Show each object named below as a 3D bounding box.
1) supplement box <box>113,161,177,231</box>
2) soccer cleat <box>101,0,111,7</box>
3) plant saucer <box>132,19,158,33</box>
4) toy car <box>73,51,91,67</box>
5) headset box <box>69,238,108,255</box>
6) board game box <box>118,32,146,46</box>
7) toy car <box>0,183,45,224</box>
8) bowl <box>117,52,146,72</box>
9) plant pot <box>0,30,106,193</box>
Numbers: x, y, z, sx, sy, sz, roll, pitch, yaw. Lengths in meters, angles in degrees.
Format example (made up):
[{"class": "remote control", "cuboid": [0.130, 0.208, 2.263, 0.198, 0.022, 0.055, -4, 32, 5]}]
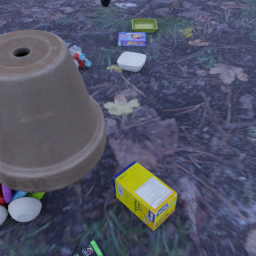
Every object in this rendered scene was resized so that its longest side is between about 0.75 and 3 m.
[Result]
[{"class": "supplement box", "cuboid": [0.344, 1.454, 6.145, 0.694, 0.699, 1.276, -33, 51, -30]}, {"class": "soccer cleat", "cuboid": [-0.768, -4.879, 10.088, 0.414, 1.225, 0.497, 16, 52, -8]}, {"class": "plant saucer", "cuboid": [0.770, -4.827, 13.307, 1.173, 0.281, 1.175, -1, 42, -1]}, {"class": "toy car", "cuboid": [-1.916, -2.421, 10.580, 0.764, 0.676, 0.704, -47, 41, -5]}, {"class": "headset box", "cuboid": [-0.723, 2.804, 4.699, 1.428, 0.662, 1.243, -24, 48, -24]}, {"class": "board game box", "cuboid": [0.175, -3.903, 12.307, 1.188, 0.266, 0.799, 1, 43, 2]}, {"class": "toy car", "cuboid": [-2.602, 1.250, 6.010, 1.578, 1.183, 1.381, -8, 42, -9]}, {"class": "bowl", "cuboid": [0.150, -2.493, 10.700, 0.982, 0.367, 0.984, 13, 43, 14]}, {"class": "plant pot", "cuboid": [-1.620, -0.425, 4.903, 2.419, 2.109, 2.419, 0, 48, 0]}]
